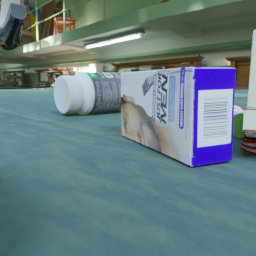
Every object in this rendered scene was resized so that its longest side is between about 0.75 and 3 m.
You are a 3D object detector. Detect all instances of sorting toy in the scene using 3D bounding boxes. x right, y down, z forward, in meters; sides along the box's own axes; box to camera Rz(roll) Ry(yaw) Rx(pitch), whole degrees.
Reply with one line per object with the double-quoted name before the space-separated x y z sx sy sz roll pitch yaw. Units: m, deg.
"sorting toy" 2.551 0.028 5.939 1.565 0.543 0.539 9 -10 33

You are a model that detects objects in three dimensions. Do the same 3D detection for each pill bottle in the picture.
"pill bottle" -1.171 -1.243 10.052 2.637 1.492 1.492 -9 13 -39

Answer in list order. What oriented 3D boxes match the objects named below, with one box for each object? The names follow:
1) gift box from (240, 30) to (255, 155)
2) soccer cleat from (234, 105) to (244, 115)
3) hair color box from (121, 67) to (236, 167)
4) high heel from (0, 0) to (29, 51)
"gift box" 2.736 -0.367 4.298 1.729 1.750 1.874 4 -9 31
"soccer cleat" 2.651 -0.128 6.579 0.628 0.585 1.716 -24 15 0
"hair color box" 0.672 -0.331 4.911 0.807 1.362 2.492 -5 10 -22
"high heel" -2.509 -2.813 6.010 0.765 2.141 1.526 7 -19 -32
